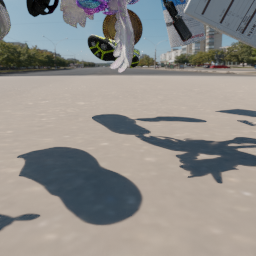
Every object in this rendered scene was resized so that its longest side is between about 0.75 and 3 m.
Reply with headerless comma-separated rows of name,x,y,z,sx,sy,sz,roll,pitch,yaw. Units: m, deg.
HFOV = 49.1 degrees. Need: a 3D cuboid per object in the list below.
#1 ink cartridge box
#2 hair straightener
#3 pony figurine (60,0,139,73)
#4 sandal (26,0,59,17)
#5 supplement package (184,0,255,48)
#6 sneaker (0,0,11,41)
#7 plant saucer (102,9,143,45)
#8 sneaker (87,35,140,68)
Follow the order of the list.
ink cartridge box,2.002,-3.882,10.018,1.262,1.723,0.740,-25,19,-33
hair straightener,1.436,-3.312,8.188,0.324,1.584,0.609,-28,10,0
pony figurine,-0.274,-2.797,5.809,2.175,2.612,2.521,39,-22,9
sandal,-2.559,-3.912,8.519,0.685,1.075,2.860,35,-1,-15
supplement package,1.987,-2.623,4.884,1.330,1.868,2.399,26,25,1
sneaker,-2.747,-2.363,4.501,1.035,2.745,1.049,12,57,11
plant saucer,-0.166,-3.158,8.865,1.282,1.282,0.235,1,38,6
sneaker,-0.434,-2.426,8.745,1.741,0.656,0.665,25,42,-2
